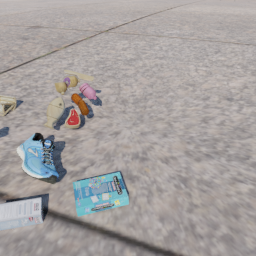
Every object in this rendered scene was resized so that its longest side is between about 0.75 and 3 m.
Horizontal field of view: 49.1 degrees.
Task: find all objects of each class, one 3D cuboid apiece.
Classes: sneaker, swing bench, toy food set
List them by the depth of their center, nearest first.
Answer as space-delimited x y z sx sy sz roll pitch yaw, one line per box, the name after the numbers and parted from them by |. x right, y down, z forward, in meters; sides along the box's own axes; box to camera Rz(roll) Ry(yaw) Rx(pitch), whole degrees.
-2.097 0.642 6.697 0.809 0.705 1.798 -53 45 2 | sneaker
-1.661 -0.894 8.566 1.376 0.341 2.165 13 62 -12 | toy food set
-4.415 -0.800 9.725 0.762 0.497 0.767 9 27 16 | swing bench

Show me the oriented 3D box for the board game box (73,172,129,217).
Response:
-0.612 1.421 6.111 1.093 0.257 0.825 -11 32 -10 | board game box

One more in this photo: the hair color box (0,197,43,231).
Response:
-2.196 1.724 5.613 0.930 0.282 0.460 -7 38 -11 | hair color box
